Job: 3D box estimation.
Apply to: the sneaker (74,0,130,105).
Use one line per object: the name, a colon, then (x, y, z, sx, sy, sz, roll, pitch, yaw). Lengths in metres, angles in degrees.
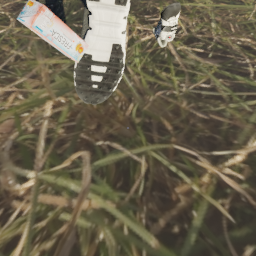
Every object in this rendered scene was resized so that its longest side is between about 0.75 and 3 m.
sneaker: (-0.456, -1.796, 5.310, 0.912, 2.744, 1.242, 8, 31, -7)

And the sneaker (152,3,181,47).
sneaker: (0.850, -2.061, 5.709, 0.413, 1.114, 0.493, -16, 79, -13)

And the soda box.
soda box: (-0.835, -1.094, 3.239, 0.290, 0.849, 0.270, 34, 92, 29)
